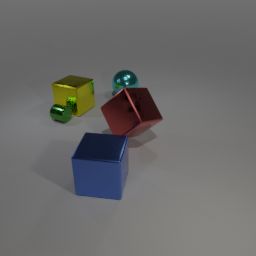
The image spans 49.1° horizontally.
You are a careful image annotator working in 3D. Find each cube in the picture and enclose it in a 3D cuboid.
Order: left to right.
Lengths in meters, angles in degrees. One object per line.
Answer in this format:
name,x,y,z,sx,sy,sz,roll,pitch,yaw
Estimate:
cube,-2.529,-1.552,13.188,1.400,1.400,1.400,14,32,23
cube,-0.771,1.110,8.446,1.400,1.400,1.400,5,30,8
cube,0.133,-0.531,10.244,1.400,1.400,1.400,-10,70,-51

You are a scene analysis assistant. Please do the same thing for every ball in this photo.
ball,-0.140,-2.313,14.546,1.400,1.400,1.400,0,29,0

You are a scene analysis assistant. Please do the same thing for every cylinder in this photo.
cylinder,-2.941,-0.654,12.302,0.700,0.700,0.700,15,32,24
